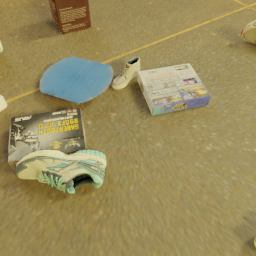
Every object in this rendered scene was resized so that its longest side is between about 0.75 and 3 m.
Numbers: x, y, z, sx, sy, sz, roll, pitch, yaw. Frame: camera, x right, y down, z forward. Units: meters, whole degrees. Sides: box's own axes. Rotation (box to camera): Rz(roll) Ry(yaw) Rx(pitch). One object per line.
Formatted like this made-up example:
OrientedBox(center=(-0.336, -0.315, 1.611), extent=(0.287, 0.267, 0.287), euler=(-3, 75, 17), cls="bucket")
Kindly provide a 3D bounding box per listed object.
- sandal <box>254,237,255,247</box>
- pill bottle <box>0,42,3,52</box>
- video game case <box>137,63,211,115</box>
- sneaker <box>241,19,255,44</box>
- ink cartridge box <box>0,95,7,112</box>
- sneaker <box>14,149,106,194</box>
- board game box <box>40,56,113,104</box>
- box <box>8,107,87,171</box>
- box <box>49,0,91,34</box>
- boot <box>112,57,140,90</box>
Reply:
OrientedBox(center=(3.594, 2.411, 6.214), extent=(1.593, 0.694, 0.633), euler=(-11, 52, -7), cls="sandal")
OrientedBox(center=(-6.173, -3.137, 10.580), extent=(2.368, 1.335, 1.335), euler=(-28, 55, -22), cls="pill bottle")
OrientedBox(center=(1.510, -1.372, 9.621), extent=(2.009, 0.456, 1.821), euler=(-11, 50, -9), cls="video game case")
OrientedBox(center=(5.949, -3.578, 11.130), extent=(2.778, 1.081, 1.141), euler=(14, 52, 13), cls="sneaker")
OrientedBox(center=(-4.698, -0.861, 9.171), extent=(1.126, 0.473, 0.815), euler=(26, 54, 21), cls="ink cartridge box")
OrientedBox(center=(-1.728, 1.148, 7.170), extent=(2.367, 0.919, 1.022), euler=(-5, 52, -4), cls="sneaker")
OrientedBox(center=(-1.776, -1.568, 9.814), extent=(2.554, 0.497, 2.018), euler=(17, 56, 21), cls="board game box")
OrientedBox(center=(-2.312, 0.280, 8.158), extent=(2.105, 0.509, 1.667), euler=(-9, 49, -7), cls="box")
OrientedBox(center=(-2.568, -5.328, 12.198), extent=(1.449, 1.746, 1.434), euler=(-19, 52, -17), cls="box")
OrientedBox(center=(-0.074, -2.011, 10.023), extent=(0.532, 0.691, 1.445), euler=(29, 55, 23), cls="boot")
